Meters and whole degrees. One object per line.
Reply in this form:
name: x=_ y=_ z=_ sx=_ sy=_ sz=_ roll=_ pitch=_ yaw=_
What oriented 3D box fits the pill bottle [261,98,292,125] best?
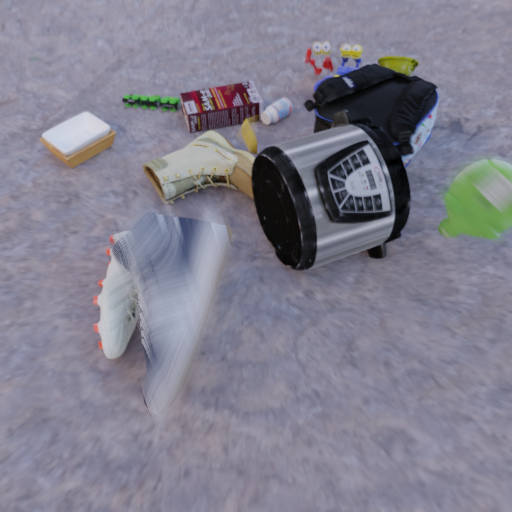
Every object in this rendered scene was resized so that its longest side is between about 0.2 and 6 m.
pill bottle: x=0.464 y=-3.314 z=12.904 sx=0.400 sy=0.400 sz=0.735 roll=37 pitch=58 yaw=28

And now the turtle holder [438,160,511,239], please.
turtle holder: x=3.659 y=-0.827 z=9.022 sx=1.142 sy=1.503 sz=1.068 roll=19 pitch=28 yaw=20

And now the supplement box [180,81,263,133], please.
supplement box: x=-0.798 y=-3.449 z=12.936 sx=1.754 sy=0.534 sz=0.954 roll=-13 pitch=50 yaw=-10

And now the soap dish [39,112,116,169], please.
soap dish: x=-3.826 y=-2.500 z=12.104 sx=1.020 sy=0.527 sz=1.297 roll=35 pitch=57 yaw=27

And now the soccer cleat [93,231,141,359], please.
soccer cleat: x=-2.045 y=0.522 z=9.247 sx=1.000 sy=0.894 sz=2.579 roll=1 pitch=46 yaw=-4

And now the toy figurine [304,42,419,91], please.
toy figurine: x=2.337 y=-3.878 z=13.255 sx=2.658 sy=1.402 sz=1.592 roll=11 pitch=78 yaw=13

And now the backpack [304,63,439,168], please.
backpack: x=2.551 y=-2.730 z=11.445 sx=2.409 sy=1.856 sz=2.294 roll=35 pitch=65 yaw=22

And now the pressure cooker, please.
pressure cooker: x=1.423 y=-1.132 z=9.750 sx=2.563 sy=2.254 sz=2.289 roll=-18 pitch=50 yaw=-16

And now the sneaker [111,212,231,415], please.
sneaker: x=-1.447 y=0.704 z=7.932 sx=1.506 sy=0.973 sz=2.776 roll=17 pitch=79 yaw=2

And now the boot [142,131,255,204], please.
boot: x=-0.995 y=-1.526 z=11.039 sx=1.816 sy=0.846 sz=2.349 roll=-29 pitch=49 yaw=-24

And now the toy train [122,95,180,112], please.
toy train: x=-2.484 y=-3.669 z=13.312 sx=1.411 sy=0.294 sz=0.398 roll=8 pitch=39 yaw=7

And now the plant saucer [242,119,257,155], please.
plant saucer: x=-0.141 y=-2.277 z=10.837 sx=0.135 sy=0.557 sz=0.557 roll=-21 pitch=75 yaw=-6
